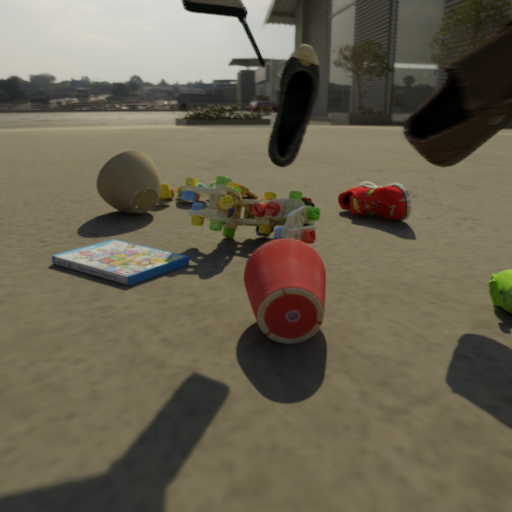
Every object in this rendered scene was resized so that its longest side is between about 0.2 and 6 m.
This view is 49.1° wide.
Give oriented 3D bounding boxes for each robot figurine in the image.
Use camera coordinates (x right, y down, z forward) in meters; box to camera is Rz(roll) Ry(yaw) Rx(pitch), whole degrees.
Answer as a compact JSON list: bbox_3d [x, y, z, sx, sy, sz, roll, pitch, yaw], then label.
[{"bbox_3d":[3.495,0.508,7.485,0.806,0.531,0.919,-1,16,-7],"label":"robot figurine"}]

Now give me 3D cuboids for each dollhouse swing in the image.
[{"bbox_3d":[-0.513,-1.606,15.332,0.754,0.730,0.830,-49,33,-10],"label":"dollhouse swing"}]

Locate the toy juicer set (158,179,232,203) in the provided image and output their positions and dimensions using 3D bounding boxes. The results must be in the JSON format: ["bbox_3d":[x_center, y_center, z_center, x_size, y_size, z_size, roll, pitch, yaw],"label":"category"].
[{"bbox_3d":[-1.699,-1.702,15.157,2.033,0.553,1.293,-8,1,-8],"label":"toy juicer set"}]

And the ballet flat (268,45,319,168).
[{"bbox_3d":[0.902,-3.303,12.421,0.914,2.749,0.781,11,4,-9],"label":"ballet flat"}]

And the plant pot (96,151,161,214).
[{"bbox_3d":[-2.884,-1.590,13.367,1.526,1.526,1.024,-12,45,-36],"label":"plant pot"}]

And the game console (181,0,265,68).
[{"bbox_3d":[-0.620,-4.029,9.566,1.463,0.968,1.663,-1,42,-15],"label":"game console"}]

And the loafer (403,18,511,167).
[{"bbox_3d":[3.263,-2.395,7.758,1.096,3.087,1.127,2,52,-36],"label":"loafer"}]

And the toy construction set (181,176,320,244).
[{"bbox_3d":[0.085,-0.791,10.545,2.806,1.293,1.840,21,1,34],"label":"toy construction set"}]

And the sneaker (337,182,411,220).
[{"bbox_3d":[2.700,-1.191,13.058,0.986,0.895,2.323,-17,14,-19],"label":"sneaker"}]

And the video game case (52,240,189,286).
[{"bbox_3d":[-2.324,0.068,9.609,1.944,0.173,1.391,11,20,34],"label":"video game case"}]

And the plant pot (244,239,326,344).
[{"bbox_3d":[0.386,0.484,6.834,1.099,1.099,0.972,-1,27,-2],"label":"plant pot"}]
